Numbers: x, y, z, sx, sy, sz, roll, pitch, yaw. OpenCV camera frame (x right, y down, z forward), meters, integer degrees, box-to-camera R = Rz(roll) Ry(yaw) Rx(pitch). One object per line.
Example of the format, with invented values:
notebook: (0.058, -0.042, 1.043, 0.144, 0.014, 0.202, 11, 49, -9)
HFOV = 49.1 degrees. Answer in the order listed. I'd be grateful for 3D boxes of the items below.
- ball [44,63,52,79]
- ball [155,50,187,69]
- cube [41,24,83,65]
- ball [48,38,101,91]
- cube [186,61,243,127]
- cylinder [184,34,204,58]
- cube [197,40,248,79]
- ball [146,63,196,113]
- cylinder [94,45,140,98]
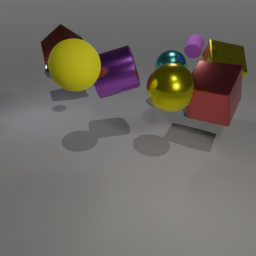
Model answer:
ball: (-3.052, -2.342, 11.410, 0.700, 0.700, 0.700, 0, 29, 0)
ball: (1.871, -2.673, 12.193, 1.400, 1.400, 1.400, 0, 29, 0)
cube: (-2.890, -3.506, 12.752, 1.400, 1.400, 1.400, 18, 47, -53)
ball: (-1.448, -1.705, 7.628, 1.400, 1.400, 1.400, 0, 29, 0)
cube: (2.750, -1.122, 8.996, 1.400, 1.400, 1.400, 15, 56, 30)
cylinder: (2.732, -3.356, 11.533, 0.700, 0.700, 0.700, 10, 54, 18)
cube: (3.633, -2.366, 11.011, 1.400, 1.400, 1.400, 10, 58, -4)
ball: (1.223, -1.141, 7.981, 1.400, 1.400, 1.400, 0, 29, 0)
cylinder: (-0.449, -1.826, 9.189, 1.400, 1.400, 1.400, -16, 29, 2)
